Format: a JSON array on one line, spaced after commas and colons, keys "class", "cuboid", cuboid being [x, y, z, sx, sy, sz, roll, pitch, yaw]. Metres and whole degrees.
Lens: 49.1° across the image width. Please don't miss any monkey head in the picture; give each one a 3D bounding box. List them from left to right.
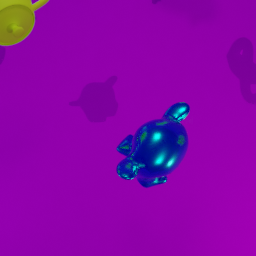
[{"class": "monkey head", "cuboid": [0.302, 0.256, 4.216, 1.144, 0.958, 1.590, 27, 58, 29]}]

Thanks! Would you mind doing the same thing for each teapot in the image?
[{"class": "teapot", "cuboid": [-1.650, -1.436, 3.654, 1.413, 0.879, 0.692, -38, 76, -13]}]
